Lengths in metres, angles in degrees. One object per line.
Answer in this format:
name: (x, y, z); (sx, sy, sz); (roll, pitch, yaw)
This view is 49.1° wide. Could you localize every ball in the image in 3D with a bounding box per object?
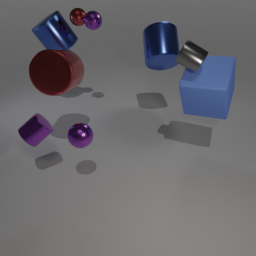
ball: (-1.345, -4.139, 10.778); (0.700, 0.700, 0.700); (0, 30, 0)
ball: (-2.017, -4.495, 11.349); (0.700, 0.700, 0.700); (0, 30, 0)
ball: (-1.290, 0.202, 7.599); (0.700, 0.700, 0.700); (0, 30, 0)

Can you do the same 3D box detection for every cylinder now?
cylinder: (1.324, -3.219, 11.131); (1.400, 1.400, 1.400); (-3, -14, -1)
cylinder: (-2.266, -1.839, 9.102); (1.400, 1.400, 1.400); (3, 16, 5)
cylinder: (1.820, -2.047, 8.036); (0.700, 0.700, 0.700); (33, 35, 2)
cylinder: (-2.626, 0.055, 7.996); (0.700, 0.700, 0.700); (-41, 35, 4)
cylinder: (-3.102, -3.995, 11.955); (1.400, 1.400, 1.400); (-26, 32, 18)

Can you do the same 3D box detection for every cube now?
cube: (2.550, -1.305, 8.899); (1.400, 1.400, 1.400); (10, 58, 25)
